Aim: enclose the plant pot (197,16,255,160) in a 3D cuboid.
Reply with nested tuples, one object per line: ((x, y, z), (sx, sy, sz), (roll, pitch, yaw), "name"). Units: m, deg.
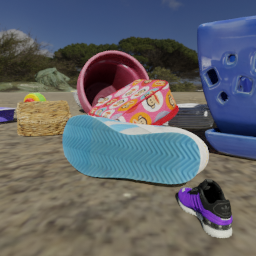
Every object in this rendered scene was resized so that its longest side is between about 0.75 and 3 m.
((2.956, -0.675, 5.173), (2.648, 2.381, 2.648), (7, 11, 40), "plant pot")

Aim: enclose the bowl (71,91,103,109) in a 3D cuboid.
((-1.470, -1.193, 12.776), (2.219, 1.041, 2.219), (1, 8, 0), "bowl")

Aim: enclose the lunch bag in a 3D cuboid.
((-0.067, -0.366, 6.647), (1.921, 0.894, 2.181), (-33, 19, -13), "lunch bag")

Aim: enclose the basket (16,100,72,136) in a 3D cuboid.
((-2.246, -0.061, 7.556), (1.381, 1.029, 0.985), (-4, 42, -24), "basket")

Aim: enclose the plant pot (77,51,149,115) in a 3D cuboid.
((-0.658, -1.103, 9.265), (2.277, 2.277, 2.038), (-3, -6, -21), "plant pot")

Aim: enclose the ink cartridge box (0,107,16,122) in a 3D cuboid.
((-5.142, -0.382, 9.165), (2.476, 0.537, 2.453), (3, 9, 30), "ink cartridge box")

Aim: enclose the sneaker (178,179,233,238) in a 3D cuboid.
((0.769, 0.689, 2.798), (0.296, 0.423, 0.851), (-3, 10, -15), "sneaker")

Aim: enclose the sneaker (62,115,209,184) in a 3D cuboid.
((0.019, 0.323, 4.183), (2.300, 0.880, 0.929), (11, 2, 27), "sneaker")

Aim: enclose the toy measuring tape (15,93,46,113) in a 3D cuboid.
((-4.580, -1.116, 12.621), (2.759, 1.015, 1.015), (4, 10, 25), "toy measuring tape")

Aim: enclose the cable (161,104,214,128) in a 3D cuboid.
((1.836, -0.418, 9.118), (1.921, 0.665, 1.921), (-4, 9, -15), "cable")
